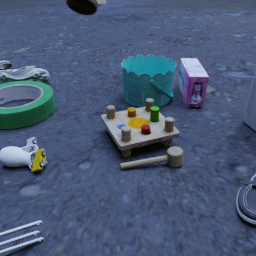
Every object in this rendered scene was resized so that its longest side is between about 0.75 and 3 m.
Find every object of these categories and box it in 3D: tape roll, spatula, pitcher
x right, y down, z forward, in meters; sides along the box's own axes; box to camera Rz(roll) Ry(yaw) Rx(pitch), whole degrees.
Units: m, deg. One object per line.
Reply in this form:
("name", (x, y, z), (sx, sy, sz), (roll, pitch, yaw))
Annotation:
("tape roll", (-4.135, -0.926, 10.361), (2.754, 0.662, 2.754), (0, 33, 0))
("spatula", (-2.382, 2.150, 5.073), (1.679, 1.168, 0.135), (-10, 51, -24))
("pitcher", (-3.018, 0.732, 7.793), (0.898, 0.544, 0.770), (8, 45, 1))

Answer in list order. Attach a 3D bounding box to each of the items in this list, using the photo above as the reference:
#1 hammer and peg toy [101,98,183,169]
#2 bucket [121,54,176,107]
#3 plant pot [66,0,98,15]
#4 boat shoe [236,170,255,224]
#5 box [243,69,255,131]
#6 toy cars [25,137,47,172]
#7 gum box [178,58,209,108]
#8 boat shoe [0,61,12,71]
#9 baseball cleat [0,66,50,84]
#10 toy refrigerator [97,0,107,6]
("hammer and peg toy", (0.429, 0.121, 8.389), (2.006, 0.962, 2.728), (-11, 34, -17))
("bucket", (0.801, -1.884, 11.124), (2.279, 1.483, 2.279), (0, 33, 0))
("plant pot", (-1.182, -3.621, 7.596), (0.851, 0.742, 0.851), (10, -10, 2))
("boat shoe", (3.310, 1.268, 6.728), (0.903, 0.780, 2.486), (23, 39, 32))
("box", (5.426, -1.089, 8.764), (2.616, 2.602, 1.709), (-8, 33, -13))
("toy cars", (-2.613, 0.775, 7.951), (0.626, 0.309, 1.397), (-49, 45, -6))
("gum box", (2.567, -1.835, 11.228), (0.738, 1.267, 2.232), (0, 32, 0))
("boat shoe", (-6.137, -2.629, 13.153), (0.529, 0.632, 1.769), (19, 43, 27))
("baseball cleat", (-4.942, -2.109, 12.169), (2.877, 1.003, 1.531), (-9, 25, -30))
("toy refrigerator", (-1.412, -4.739, 10.275), (0.446, 0.483, 1.273), (3, 22, 40))
